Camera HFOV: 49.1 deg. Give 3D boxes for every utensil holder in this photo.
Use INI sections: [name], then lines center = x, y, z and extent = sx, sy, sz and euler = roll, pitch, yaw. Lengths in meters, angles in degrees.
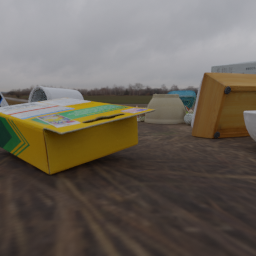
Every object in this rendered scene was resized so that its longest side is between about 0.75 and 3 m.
[utensil holder]
center = -2.968, -0.921, 11.747
extent = 1.537, 1.537, 1.809
euler = 5, 5, 42

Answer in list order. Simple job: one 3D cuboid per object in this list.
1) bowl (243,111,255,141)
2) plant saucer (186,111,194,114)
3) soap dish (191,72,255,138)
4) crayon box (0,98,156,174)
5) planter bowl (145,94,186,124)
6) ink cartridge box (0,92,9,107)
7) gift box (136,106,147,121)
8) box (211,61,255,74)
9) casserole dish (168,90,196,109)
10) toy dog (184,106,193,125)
[bowl]
center = 3.596, 0.100, 5.296
extent = 2.162, 0.808, 2.165
euler = -2, 5, -13
[plant saucer]
center = 2.429, -0.681, 14.671
extent = 2.484, 0.386, 2.484
euler = 0, 5, 0
[soap dish]
center = 2.955, -0.572, 7.722
extent = 2.268, 1.784, 0.921
euler = -3, 24, -23
[crayon box]
center = -1.102, 0.006, 4.960
extent = 1.756, 0.720, 2.793
euler = -16, 18, -40
[planter bowl]
center = 1.659, -0.872, 12.330
extent = 1.872, 1.260, 1.872
euler = -1, 7, 0
[ink cartridge box]
center = -5.617, -0.736, 9.719
extent = 2.677, 1.331, 0.525
euler = -9, 44, 7
[gift box]
center = 0.485, -0.692, 13.096
extent = 0.713, 0.764, 0.705
euler = -6, 4, -38
[box]
center = 5.606, -1.731, 13.442
extent = 2.661, 2.648, 2.279
euler = 3, 7, 39
[casserole dish]
center = 2.728, -1.387, 14.453
extent = 1.822, 1.104, 0.354
euler = -3, 43, -14
[toy dog]
center = 3.113, -0.692, 11.676
extent = 1.398, 1.021, 2.119
euler = 2, 6, 21
